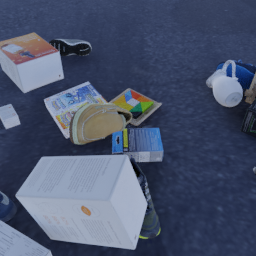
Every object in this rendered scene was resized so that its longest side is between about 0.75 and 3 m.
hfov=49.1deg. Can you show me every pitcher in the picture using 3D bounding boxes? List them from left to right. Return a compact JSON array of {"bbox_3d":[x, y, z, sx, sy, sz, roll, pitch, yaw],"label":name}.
[{"bbox_3d":[4.098,-1.837,11.525,1.074,1.520,1.772,12,36,-20],"label":"pitcher"}]

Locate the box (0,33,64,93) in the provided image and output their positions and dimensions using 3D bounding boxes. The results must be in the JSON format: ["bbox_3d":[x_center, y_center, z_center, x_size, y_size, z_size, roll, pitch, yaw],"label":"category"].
[{"bbox_3d":[-4.580,-3.118,13.027,2.042,1.426,2.682,-28,48,-29],"label":"box"}]

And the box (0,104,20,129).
[{"bbox_3d":[-4.568,-0.451,10.713,0.558,0.437,0.897,-23,45,-25],"label":"box"}]

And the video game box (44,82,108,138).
[{"bbox_3d":[-1.947,-0.795,10.930,2.027,0.521,2.225,-28,48,-17],"label":"video game box"}]

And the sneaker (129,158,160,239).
[{"bbox_3d":[0.226,1.851,7.648,0.891,0.976,2.411,-12,42,-14],"label":"sneaker"}]

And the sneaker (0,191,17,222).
[{"bbox_3d":[-4.128,1.770,7.737,2.394,0.982,0.840,21,45,22],"label":"sneaker"}]

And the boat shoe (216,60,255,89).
[{"bbox_3d":[5.295,-2.299,12.507,2.848,1.198,0.978,21,42,-1],"label":"boat shoe"}]

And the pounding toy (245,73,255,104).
[{"bbox_3d":[5.313,-1.573,11.246,0.735,1.412,1.608,28,48,27],"label":"pounding toy"}]

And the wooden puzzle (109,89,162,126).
[{"bbox_3d":[0.171,-0.950,11.359,1.864,0.347,1.725,26,48,27],"label":"wooden puzzle"}]

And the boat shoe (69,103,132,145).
[{"bbox_3d":[-0.607,-0.217,8.150,1.125,1.058,2.953,9,19,16],"label":"boat shoe"}]

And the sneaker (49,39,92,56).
[{"bbox_3d":[-3.076,-4.347,15.016,2.276,0.841,0.902,4,31,-4],"label":"sneaker"}]

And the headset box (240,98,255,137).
[{"bbox_3d":[5.476,-0.325,9.789,2.259,1.048,1.967,25,46,27],"label":"headset box"}]

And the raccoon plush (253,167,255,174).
[{"bbox_3d":[4.336,1.445,8.604,0.559,0.403,0.834,0,40,-12],"label":"raccoon plush"}]

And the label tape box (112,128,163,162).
[{"bbox_3d":[0.300,0.568,9.481,1.637,0.541,1.173,-3,40,0],"label":"label tape box"}]

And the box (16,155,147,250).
[{"bbox_3d":[-1.004,1.727,6.696,2.411,1.836,1.282,-3,38,23],"label":"box"}]

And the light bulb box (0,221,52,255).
[{"bbox_3d":[-2.739,3.193,6.070,1.614,1.016,1.628,20,46,21],"label":"light bulb box"}]
